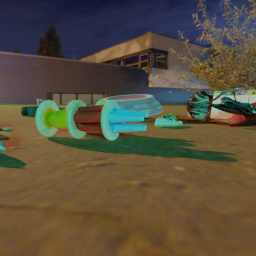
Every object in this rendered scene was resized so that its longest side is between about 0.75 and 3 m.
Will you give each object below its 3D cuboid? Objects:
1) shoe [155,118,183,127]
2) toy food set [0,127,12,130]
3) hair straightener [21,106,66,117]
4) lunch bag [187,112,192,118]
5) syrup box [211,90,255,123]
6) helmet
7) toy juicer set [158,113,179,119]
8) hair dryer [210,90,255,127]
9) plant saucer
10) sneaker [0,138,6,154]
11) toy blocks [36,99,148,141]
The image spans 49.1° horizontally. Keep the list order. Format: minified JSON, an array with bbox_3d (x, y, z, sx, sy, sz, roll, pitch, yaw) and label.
[{"bbox_3d":[1.115,-0.154,7.544,0.882,0.235,0.308,-3,6,-28],"label":"shoe"},{"bbox_3d":[-3.622,-0.053,5.657,1.549,0.384,2.438,2,6,16],"label":"toy food set"},{"bbox_3d":[-3.747,-0.765,13.416,0.979,0.521,2.545,4,3,35],"label":"hair straightener"},{"bbox_3d":[3.020,-0.612,11.246,1.008,0.475,1.258,1,4,-16],"label":"lunch bag"},{"bbox_3d":[3.425,-0.546,7.697,0.842,0.871,2.139,9,-1,-34],"label":"syrup box"},{"bbox_3d":[2.483,-0.665,9.096,1.006,1.006,0.959,-2,27,-20],"label":"helmet"},{"bbox_3d":[1.455,-0.435,10.400,0.611,0.261,0.960,4,7,33],"label":"toy juicer set"},{"bbox_3d":[2.676,-0.479,6.525,1.494,0.533,1.962,5,-19,16],"label":"hair dryer"},{"bbox_3d":[-0.003,-0.890,11.119,2.717,0.689,2.717,-4,11,1],"label":"plant saucer"},{"bbox_3d":[-1.854,0.142,3.627,0.347,0.380,0.927,-5,7,-41],"label":"sneaker"},{"bbox_3d":[-0.456,-0.193,5.403,1.983,0.720,1.653,2,6,22],"label":"toy blocks"}]
